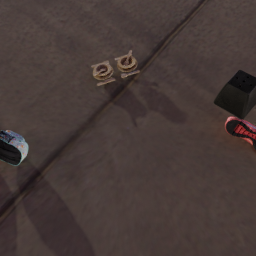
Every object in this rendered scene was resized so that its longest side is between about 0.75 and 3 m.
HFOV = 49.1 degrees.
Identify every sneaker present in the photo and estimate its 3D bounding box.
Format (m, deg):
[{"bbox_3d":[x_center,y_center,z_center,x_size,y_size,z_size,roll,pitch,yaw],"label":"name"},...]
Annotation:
[{"bbox_3d":[3.363,0.123,7.551,1.567,0.577,0.679,32,26,3],"label":"sneaker"}]

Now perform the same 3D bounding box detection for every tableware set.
[{"bbox_3d":[-0.429,-1.979,8.898,1.474,0.295,0.975,-18,55,-3],"label":"tableware set"}]

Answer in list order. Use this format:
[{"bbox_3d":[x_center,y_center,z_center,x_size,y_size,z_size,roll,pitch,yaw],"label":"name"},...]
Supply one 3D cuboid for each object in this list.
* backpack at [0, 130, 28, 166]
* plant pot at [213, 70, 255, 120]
[{"bbox_3d":[-3.002,0.521,7.198,0.851,0.748,0.652,30,30,3],"label":"backpack"},{"bbox_3d":[2.898,-0.937,7.230,0.900,0.800,0.902,37,66,24],"label":"plant pot"}]
